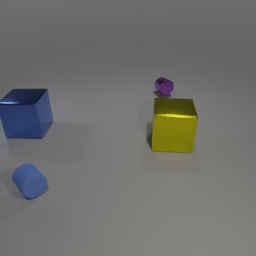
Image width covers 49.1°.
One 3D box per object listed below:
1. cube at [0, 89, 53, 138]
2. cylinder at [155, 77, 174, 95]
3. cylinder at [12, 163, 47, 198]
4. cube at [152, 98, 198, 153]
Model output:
[{"bbox_3d":[-3.765,-0.571,10.440,1.400,1.400,1.400,0,30,4],"label":"cube"},{"bbox_3d":[1.730,-2.013,13.382,0.700,0.700,0.700,-10,24,-16],"label":"cylinder"},{"bbox_3d":[-2.670,1.427,7.615,0.700,0.700,0.700,-24,39,-35],"label":"cylinder"},{"bbox_3d":[1.558,-0.125,9.712,1.400,1.400,1.400,3,30,4],"label":"cube"}]
